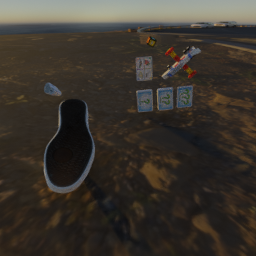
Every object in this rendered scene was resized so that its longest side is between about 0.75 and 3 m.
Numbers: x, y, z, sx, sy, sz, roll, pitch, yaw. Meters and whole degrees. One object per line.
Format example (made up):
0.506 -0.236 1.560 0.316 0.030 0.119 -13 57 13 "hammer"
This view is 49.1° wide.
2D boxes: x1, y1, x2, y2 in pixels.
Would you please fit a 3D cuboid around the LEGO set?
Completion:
1.283 -1.694 9.371 2.029 2.716 0.667 -5 34 -1 "LEGO set"

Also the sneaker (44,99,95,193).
-1.272 0.543 6.494 1.008 1.173 2.770 4 39 -5 "sneaker"

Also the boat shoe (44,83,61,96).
-3.090 -1.513 11.481 0.400 0.441 1.199 21 11 -38 "boat shoe"
